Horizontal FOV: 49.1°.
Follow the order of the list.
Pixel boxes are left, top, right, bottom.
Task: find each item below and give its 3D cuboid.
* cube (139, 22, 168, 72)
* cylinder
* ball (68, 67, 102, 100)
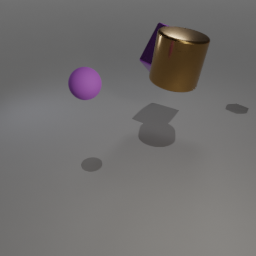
[{"bbox_3d":[1.461,-2.454,9.547,1.400,1.400,1.400,29,4,19],"label":"cube"},{"bbox_3d":[1.384,-1.908,7.737,1.400,1.400,1.400,7,34,-4],"label":"cylinder"},{"bbox_3d":[-0.914,-0.943,5.952,0.700,0.700,0.700,0,29,0],"label":"ball"}]
